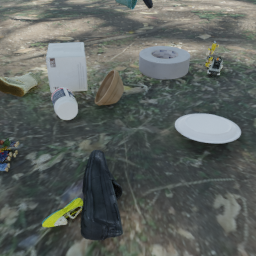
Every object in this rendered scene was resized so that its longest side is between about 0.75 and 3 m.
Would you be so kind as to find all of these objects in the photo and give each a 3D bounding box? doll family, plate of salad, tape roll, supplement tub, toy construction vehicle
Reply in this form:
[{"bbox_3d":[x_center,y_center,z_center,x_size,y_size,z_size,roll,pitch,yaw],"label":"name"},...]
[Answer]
[{"bbox_3d":[-4.005,0.876,8.861,0.745,0.506,1.289,7,38,2],"label":"doll family"},{"bbox_3d":[2.811,0.062,9.999,2.271,0.546,2.271,1,27,0],"label":"plate of salad"},{"bbox_3d":[1.927,-3.544,14.976,2.682,0.886,2.682,-1,35,0],"label":"tape roll"},{"bbox_3d":[-2.524,-0.979,11.184,0.909,0.909,1.295,-11,36,-16],"label":"supplement tub"},{"bbox_3d":[4.689,-4.102,15.607,0.457,1.131,1.299,24,39,20],"label":"toy construction vehicle"}]

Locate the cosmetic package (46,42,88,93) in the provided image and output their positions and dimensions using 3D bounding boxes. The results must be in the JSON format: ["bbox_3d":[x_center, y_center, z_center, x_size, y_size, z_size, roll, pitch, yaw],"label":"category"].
[{"bbox_3d":[-2.859,-2.912,13.296,1.722,1.720,2.087,-5,35,-9],"label":"cosmetic package"}]

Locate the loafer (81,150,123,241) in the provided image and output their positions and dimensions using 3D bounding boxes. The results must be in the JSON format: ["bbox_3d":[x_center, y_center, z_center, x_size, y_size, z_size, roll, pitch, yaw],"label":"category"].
[{"bbox_3d":[-0.669,1.652,7.394,1.022,0.989,2.912,10,31,-13],"label":"loafer"}]

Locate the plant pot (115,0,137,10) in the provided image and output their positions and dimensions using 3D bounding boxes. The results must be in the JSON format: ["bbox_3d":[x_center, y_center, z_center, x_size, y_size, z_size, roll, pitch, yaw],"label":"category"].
[{"bbox_3d":[-0.075,-5.622,12.056,0.800,0.817,0.817,21,38,10],"label":"plant pot"}]

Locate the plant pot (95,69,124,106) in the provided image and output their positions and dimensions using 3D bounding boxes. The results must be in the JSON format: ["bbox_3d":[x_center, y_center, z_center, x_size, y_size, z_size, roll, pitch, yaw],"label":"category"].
[{"bbox_3d":[-0.690,-1.590,11.871,0.757,1.639,1.639,27,27,-22],"label":"plant pot"}]

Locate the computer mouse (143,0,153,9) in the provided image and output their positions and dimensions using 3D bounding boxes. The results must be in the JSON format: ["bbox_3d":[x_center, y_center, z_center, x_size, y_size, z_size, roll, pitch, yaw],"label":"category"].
[{"bbox_3d":[0.509,-4.212,8.809,0.390,0.227,1.331,23,38,-49],"label":"computer mouse"}]

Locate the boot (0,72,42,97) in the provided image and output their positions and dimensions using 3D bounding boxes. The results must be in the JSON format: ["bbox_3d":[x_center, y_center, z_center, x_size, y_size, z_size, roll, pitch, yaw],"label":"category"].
[{"bbox_3d":[-5.219,-2.203,13.191,1.913,0.689,1.479,19,39,17],"label":"boot"}]

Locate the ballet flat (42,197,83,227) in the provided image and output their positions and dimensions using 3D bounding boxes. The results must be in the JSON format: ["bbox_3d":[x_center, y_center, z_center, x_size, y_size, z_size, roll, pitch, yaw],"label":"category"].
[{"bbox_3d":[-1.568,2.189,7.055,0.393,0.392,1.173,41,47,23],"label":"ballet flat"}]

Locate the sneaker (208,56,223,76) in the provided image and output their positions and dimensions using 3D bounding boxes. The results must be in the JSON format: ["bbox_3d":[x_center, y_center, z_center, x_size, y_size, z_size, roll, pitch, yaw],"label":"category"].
[{"bbox_3d":[4.621,-3.265,14.756,0.641,0.688,1.735,15,38,18],"label":"sneaker"}]
